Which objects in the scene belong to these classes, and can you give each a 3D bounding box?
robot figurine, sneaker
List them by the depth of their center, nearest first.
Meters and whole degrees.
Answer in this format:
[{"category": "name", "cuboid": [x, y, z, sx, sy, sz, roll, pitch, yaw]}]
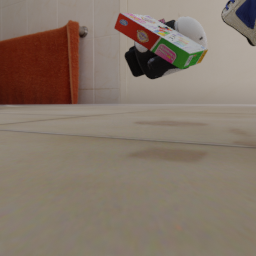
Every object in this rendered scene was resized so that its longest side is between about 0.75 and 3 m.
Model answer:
[{"category": "sneaker", "cuboid": [2.244, -2.426, 4.897, 0.944, 2.336, 1.349, -31, 25, -30]}, {"category": "robot figurine", "cuboid": [1.314, -2.663, 9.656, 2.755, 2.070, 1.719, -15, -26, 25]}]

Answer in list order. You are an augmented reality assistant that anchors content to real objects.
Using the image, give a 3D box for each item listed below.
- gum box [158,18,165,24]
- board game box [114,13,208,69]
[{"category": "gum box", "cuboid": [1.449, -4.552, 12.427, 0.491, 0.286, 0.866, -21, 1, 15]}, {"category": "board game box", "cuboid": [0.524, -1.340, 4.225, 1.202, 0.242, 0.919, 36, 32, 17]}]
